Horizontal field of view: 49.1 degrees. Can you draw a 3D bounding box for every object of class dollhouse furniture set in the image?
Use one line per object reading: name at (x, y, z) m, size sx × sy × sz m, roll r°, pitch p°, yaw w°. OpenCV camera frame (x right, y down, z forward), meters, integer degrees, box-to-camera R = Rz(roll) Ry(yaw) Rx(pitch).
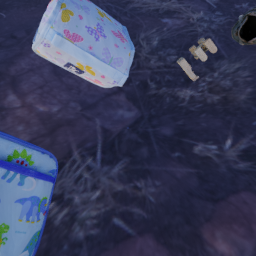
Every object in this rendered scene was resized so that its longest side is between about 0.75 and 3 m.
dollhouse furniture set at (1.680, -1.619, 6.569) m, size 0.863 × 0.573 × 0.757 m, roll -39°, pitch 14°, yaw 13°

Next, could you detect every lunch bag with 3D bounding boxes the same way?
lunch bag at (-2.090, 0.821, 3.535) m, size 0.966 × 2.344 × 1.884 m, roll -1°, pitch 66°, yaw 37°
lunch bag at (-1.083, -2.063, 6.706) m, size 2.088 × 1.565 × 2.462 m, roll 25°, pitch 27°, yaw -27°

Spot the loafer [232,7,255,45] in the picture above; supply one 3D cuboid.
loafer at (3.403, -2.746, 7.514) m, size 0.892 × 1.019 × 2.836 m, roll -13°, pitch 13°, yaw -4°
